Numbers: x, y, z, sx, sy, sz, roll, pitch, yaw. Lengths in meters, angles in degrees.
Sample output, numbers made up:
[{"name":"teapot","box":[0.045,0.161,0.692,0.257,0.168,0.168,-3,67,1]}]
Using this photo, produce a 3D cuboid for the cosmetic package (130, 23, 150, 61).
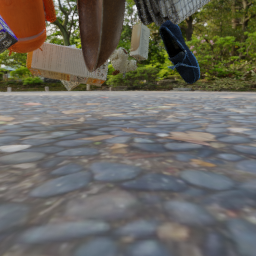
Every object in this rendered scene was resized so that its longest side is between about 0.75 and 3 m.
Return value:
[{"name":"cosmetic package","box":[0.374,-2.655,8.685,0.352,0.990,0.521,2,-7,37]}]

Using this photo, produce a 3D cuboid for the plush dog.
[{"name":"plush dog","box":[-0.369,-2.582,10.645,1.221,0.979,1.048,34,21,-52]}]

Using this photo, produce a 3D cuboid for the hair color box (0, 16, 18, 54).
[{"name":"hair color box","box":[-3.061,-2.107,5.016,1.095,2.003,0.649,-37,-4,-1]}]

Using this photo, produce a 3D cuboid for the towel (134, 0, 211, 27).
[{"name":"towel","box":[0.656,-2.899,4.588,0.893,2.086,1.727,6,41,43]}]

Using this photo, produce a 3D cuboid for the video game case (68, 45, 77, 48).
[{"name":"video game case","box":[-2.498,-2.749,10.509,1.139,0.145,1.029,-12,41,0]}]

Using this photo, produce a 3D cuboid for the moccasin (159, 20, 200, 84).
[{"name":"moccasin","box":[1.254,-1.896,7.339,0.712,1.770,0.604,-23,15,44]}]

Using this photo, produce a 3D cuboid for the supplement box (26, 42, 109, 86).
[{"name":"supplement box","box":[-1.820,-1.920,8.602,2.265,0.833,1.428,7,0,-12]}]

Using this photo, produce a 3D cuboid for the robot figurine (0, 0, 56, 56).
[{"name":"robot figurine","box":[-2.510,-2.597,6.285,1.213,2.080,1.496,17,46,13]}]

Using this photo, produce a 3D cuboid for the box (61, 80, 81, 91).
[{"name":"box","box":[-1.729,-2.050,10.400,1.489,0.579,0.707,-38,9,-17]}]

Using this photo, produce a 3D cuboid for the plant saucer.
[{"name":"plant saucer","box":[-0.575,-2.628,5.573,0.546,2.984,2.984,-4,10,-15]}]
